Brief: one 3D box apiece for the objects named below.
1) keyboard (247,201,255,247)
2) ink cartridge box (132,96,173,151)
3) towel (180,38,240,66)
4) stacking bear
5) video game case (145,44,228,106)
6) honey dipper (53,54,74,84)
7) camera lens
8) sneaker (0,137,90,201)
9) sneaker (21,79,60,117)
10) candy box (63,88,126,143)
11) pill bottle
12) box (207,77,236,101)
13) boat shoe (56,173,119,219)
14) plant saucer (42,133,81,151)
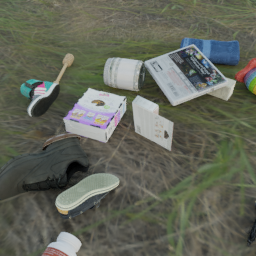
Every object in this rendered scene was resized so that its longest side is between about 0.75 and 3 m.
[{"bbox_3d":[3.839,2.738,6.879,1.771,0.287,2.787,24,47,23],"label":"keyboard"},{"bbox_3d":[0.843,-0.124,8.838,1.435,1.653,0.360,28,63,22],"label":"ink cartridge box"},{"bbox_3d":[3.928,-3.729,13.497,2.811,0.682,1.569,10,45,10],"label":"towel"},{"bbox_3d":[5.362,-1.693,11.116,1.062,1.134,1.867,18,36,-43],"label":"stacking bear"},{"bbox_3d":[2.249,-2.199,11.208,2.351,0.302,2.586,-22,53,-9],"label":"video game case"},{"bbox_3d":[-2.917,-2.565,12.475,0.423,0.423,2.228,6,45,7],"label":"honey dipper"},{"bbox_3d":[-0.096,-2.201,11.462,1.534,1.227,1.227,11,44,12],"label":"camera lens"},{"bbox_3d":[-2.395,1.284,7.928,2.863,1.087,1.299,-30,60,-23],"label":"sneaker"},{"bbox_3d":[-3.583,-1.215,10.646,1.239,0.858,2.052,14,37,7],"label":"sneaker"},{"bbox_3d":[-1.113,-0.511,10.053,1.582,0.675,1.886,15,46,15],"label":"candy box"},{"bbox_3d":[-1.604,3.050,6.178,0.753,0.753,1.342,16,46,16],"label":"pill bottle"},{"bbox_3d":[3.507,-1.753,11.383,1.470,0.698,0.571,26,50,24],"label":"box"},{"bbox_3d":[-1.064,1.813,7.632,0.753,0.628,2.018,27,34,34],"label":"boat shoe"},{"bbox_3d":[-2.079,0.419,8.719,1.230,1.230,0.197,-16,76,-16],"label":"plant saucer"}]
